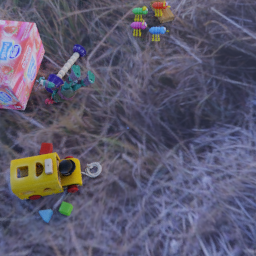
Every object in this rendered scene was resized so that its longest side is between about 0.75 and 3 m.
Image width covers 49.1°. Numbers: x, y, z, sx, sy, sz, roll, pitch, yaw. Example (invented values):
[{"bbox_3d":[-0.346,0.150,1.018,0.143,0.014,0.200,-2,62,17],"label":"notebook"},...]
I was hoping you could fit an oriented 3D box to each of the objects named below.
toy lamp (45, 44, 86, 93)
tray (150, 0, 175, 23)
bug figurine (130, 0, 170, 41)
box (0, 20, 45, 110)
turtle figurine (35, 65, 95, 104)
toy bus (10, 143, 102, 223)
[{"bbox_3d":[-2.216,-2.096,9.915,0.605,0.605,2.078,23,65,12],"label":"toy lamp"},{"bbox_3d":[1.416,-4.879,11.646,0.578,0.217,1.172,-19,62,-10],"label":"tray"},{"bbox_3d":[0.875,-4.312,11.028,1.524,0.506,1.965,1,64,12],"label":"bug figurine"},{"bbox_3d":[-3.929,-2.138,9.476,1.308,1.418,2.764,6,60,3],"label":"box"},{"bbox_3d":[-2.069,-1.349,9.208,1.899,1.422,0.956,-23,85,32],"label":"turtle figurine"},{"bbox_3d":[-2.147,1.248,7.784,2.040,1.117,2.162,29,66,15],"label":"toy bus"}]
